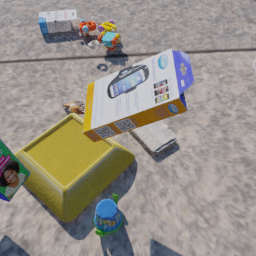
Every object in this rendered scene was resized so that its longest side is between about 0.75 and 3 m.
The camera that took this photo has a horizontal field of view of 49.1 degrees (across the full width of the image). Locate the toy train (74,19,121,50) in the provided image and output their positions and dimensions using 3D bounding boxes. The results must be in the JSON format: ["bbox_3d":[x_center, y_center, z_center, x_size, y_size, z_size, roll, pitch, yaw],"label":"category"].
[{"bbox_3d":[-1.245,-3.888,11.858,1.711,0.634,2.278,-16,49,-11],"label":"toy train"}]

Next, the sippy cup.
[{"bbox_3d":[-0.501,2.099,6.830,0.735,0.686,0.936,-11,52,-8],"label":"sippy cup"}]

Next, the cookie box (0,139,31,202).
[{"bbox_3d":[-3.318,0.411,5.586,1.851,2.164,0.813,11,54,25],"label":"cookie box"}]

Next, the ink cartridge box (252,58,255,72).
[{"bbox_3d":[5.312,-2.092,9.661,0.963,1.642,2.243,-3,50,0],"label":"ink cartridge box"}]

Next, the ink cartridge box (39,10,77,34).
[{"bbox_3d":[-3.107,-4.804,12.602,1.661,0.563,0.963,-8,51,-6],"label":"ink cartridge box"}]

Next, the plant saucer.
[{"bbox_3d":[-1.632,0.760,7.904,2.727,0.661,2.727,33,57,25],"label":"plant saucer"}]

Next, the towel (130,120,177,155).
[{"bbox_3d":[0.722,0.111,8.749,1.003,0.261,1.514,-30,56,-23],"label":"towel"}]

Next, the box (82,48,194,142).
[{"bbox_3d":[0.209,-0.713,5.907,2.454,0.509,1.461,-17,50,21],"label":"box"}]

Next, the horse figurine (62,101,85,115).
[{"bbox_3d":[-1.709,-0.680,9.291,0.686,0.258,1.034,-8,30,-28],"label":"horse figurine"}]
